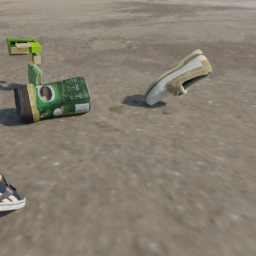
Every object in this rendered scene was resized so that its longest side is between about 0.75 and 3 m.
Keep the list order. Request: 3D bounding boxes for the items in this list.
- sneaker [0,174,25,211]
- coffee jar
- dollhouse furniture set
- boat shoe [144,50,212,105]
[{"bbox_3d":[-2.114,1.014,4.480,0.588,0.595,1.498,2,-11,10],"label":"sneaker"},{"bbox_3d":[-2.135,-0.806,7.972,2.020,0.862,1.054,-11,69,-18],"label":"coffee jar"},{"bbox_3d":[-3.375,-1.987,9.227,0.845,1.684,1.103,-10,34,-28],"label":"dollhouse furniture set"},{"bbox_3d":[1.440,-1.320,8.352,0.757,2.213,0.827,58,25,16],"label":"boat shoe"}]
